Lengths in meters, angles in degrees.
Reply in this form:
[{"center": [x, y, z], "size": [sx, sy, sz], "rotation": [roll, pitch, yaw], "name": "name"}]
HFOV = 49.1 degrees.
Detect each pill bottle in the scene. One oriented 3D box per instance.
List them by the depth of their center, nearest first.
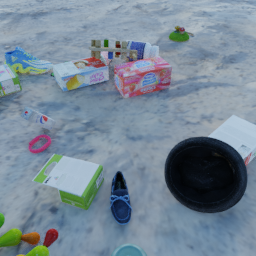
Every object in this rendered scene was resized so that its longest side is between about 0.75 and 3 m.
[{"center": [0.640, -3.668, 13.488], "size": [1.585, 0.949, 0.949], "rotation": [11, 41, 13], "name": "pill bottle"}]

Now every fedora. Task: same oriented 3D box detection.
[{"center": [2.063, 1.185, 7.362], "size": [2.115, 2.115, 0.966], "rotation": [29, 12, 30], "name": "fedora"}]

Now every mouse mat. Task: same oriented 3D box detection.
[{"center": [-2.413, -2.630, 12.932], "size": [1.888, 0.071, 1.519], "rotation": [13, 41, 14], "name": "mouse mat"}]

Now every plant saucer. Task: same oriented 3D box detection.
[{"center": [0.023, 2.896, 6.106], "size": [0.871, 0.157, 0.871], "rotation": [0, 39, 0], "name": "plant saucer"}]

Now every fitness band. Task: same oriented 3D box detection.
[{"center": [-2.850, 0.510, 9.043], "size": [0.560, 0.146, 0.780], "rotation": [22, 45, 20], "name": "fitness band"}]

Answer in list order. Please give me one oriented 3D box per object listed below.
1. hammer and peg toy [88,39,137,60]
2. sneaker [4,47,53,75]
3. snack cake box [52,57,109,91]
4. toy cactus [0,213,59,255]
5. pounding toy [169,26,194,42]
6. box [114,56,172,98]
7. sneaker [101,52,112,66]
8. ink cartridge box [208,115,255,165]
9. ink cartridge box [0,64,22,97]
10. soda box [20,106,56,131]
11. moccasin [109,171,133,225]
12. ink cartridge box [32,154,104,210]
[{"center": [-0.510, -3.359, 11.957], "size": [2.170, 0.765, 1.596], "rotation": [-2, 18, -16], "name": "hammer and peg toy"}, {"center": [-4.536, -3.048, 12.592], "size": [2.143, 1.126, 0.812], "rotation": [-4, 39, -4], "name": "sneaker"}, {"center": [-2.020, -2.376, 12.029], "size": [2.094, 0.703, 1.204], "rotation": [-19, 42, -22], "name": "snack cake box"}, {"center": [-3.023, 2.739, 5.573], "size": [2.836, 1.450, 2.340], "rotation": [11, 49, 0], "name": "toy cactus"}, {"center": [3.004, -5.491, 15.913], "size": [1.162, 0.698, 1.505], "rotation": [23, 45, 25], "name": "pounding toy"}, {"center": [0.608, -2.128, 11.552], "size": [2.145, 1.015, 1.100], "rotation": [-15, 42, -18], "name": "box"}, {"center": [-0.981, -3.399, 13.533], "size": [0.651, 0.469, 1.246], "rotation": [-15, 37, -10], "name": "sneaker"}, {"center": [3.169, 0.576, 8.599], "size": [2.387, 0.601, 1.300], "rotation": [-33, 50, -32], "name": "ink cartridge box"}, {"center": [-5.484, -1.838, 11.454], "size": [1.811, 0.686, 1.339], "rotation": [-24, 46, -25], "name": "ink cartridge box"}, {"center": [-2.931, -0.296, 9.231], "size": [0.404, 1.183, 0.375], "rotation": [27, 86, 29], "name": "soda box"}, {"center": [-0.249, 1.748, 7.227], "size": [0.593, 0.503, 1.475], "rotation": [-7, 40, -9], "name": "moccasin"}, {"center": [-1.576, 1.401, 7.597], "size": [1.543, 0.585, 1.140], "rotation": [12, 41, 16], "name": "ink cartridge box"}]
